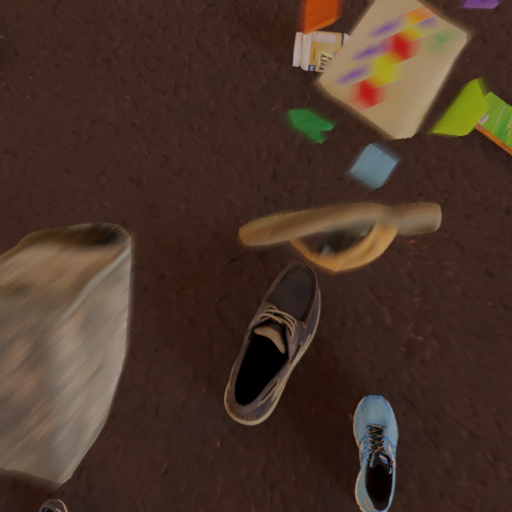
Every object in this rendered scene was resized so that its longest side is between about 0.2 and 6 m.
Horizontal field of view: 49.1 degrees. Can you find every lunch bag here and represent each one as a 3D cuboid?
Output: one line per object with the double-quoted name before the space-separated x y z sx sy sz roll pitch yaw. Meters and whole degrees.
"lunch bag" -2.794 1.095 8.052 1.805 3.069 2.517 9 112 6

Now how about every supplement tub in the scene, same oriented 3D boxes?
"supplement tub" 1.475 -4.671 12.827 1.204 0.869 0.869 6 70 3

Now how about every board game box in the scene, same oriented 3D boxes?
"board game box" 5.670 -2.809 12.493 1.823 0.273 0.871 42 76 16

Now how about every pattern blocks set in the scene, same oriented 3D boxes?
"pattern blocks set" 2.105 -2.967 8.480 3.119 0.288 3.548 44 90 -3

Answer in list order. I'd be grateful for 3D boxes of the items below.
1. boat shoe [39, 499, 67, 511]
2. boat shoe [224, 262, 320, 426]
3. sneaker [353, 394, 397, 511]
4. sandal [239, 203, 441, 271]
"boat shoe" -3.281 5.016 9.548 0.577 0.492 1.725 -28 73 -10
"boat shoe" 0.411 1.552 10.414 1.217 1.197 3.266 20 71 7
"sneaker" 2.194 3.478 9.866 0.812 0.931 2.071 1 70 0
"sandal" 1.410 -0.259 8.164 3.428 1.377 0.926 -3 89 -32
